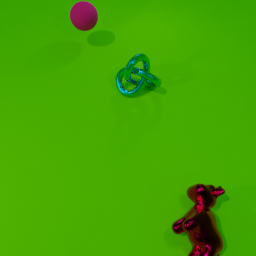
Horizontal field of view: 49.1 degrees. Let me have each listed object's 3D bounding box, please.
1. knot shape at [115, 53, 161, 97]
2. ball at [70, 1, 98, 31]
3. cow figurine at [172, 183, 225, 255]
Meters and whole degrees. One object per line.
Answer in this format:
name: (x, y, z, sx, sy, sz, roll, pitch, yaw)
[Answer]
knot shape: (0.200, -1.438, 8.162, 1.265, 1.352, 0.625, -25, 43, 25)
ball: (-1.432, -3.638, 9.119, 0.914, 0.914, 0.914, 0, 55, 0)
cow figurine: (1.628, 1.927, 5.903, 1.427, 0.796, 1.450, -21, 77, -32)
